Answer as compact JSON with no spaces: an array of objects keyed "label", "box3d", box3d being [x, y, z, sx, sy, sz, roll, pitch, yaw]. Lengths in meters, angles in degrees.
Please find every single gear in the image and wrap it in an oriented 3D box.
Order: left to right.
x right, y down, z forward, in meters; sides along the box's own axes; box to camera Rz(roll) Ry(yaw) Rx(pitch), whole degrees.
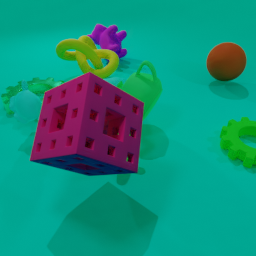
[{"label":"gear","box3d":[-2.664,-0.927,8.182,1.859,0.344,1.859,0,36,0]},{"label":"gear","box3d":[2.896,0.307,6.415,1.497,0.277,1.497,-1,39,1]}]

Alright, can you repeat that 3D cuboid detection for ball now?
[{"label":"ball","box3d":[3.077,-2.066,8.787,1.192,1.192,1.192,0,36,0]}]

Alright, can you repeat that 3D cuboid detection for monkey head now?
[{"label":"monkey head","box3d":[-2.295,-0.517,6.537,0.673,1.117,0.803,-25,4,12]}]

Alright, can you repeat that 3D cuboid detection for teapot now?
[{"label":"teapot","box3d":[0.154,-0.731,6.689,0.991,2.024,1.258,34,43,6]}]

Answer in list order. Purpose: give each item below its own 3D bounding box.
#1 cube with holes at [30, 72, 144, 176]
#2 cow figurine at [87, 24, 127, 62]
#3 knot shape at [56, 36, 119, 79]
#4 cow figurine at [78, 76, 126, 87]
[{"label":"cube with holes","box3d":[-0.621,0.043,4.491,1.192,1.192,1.192,-12,64,42]},{"label":"cow figurine","box3d":[-0.838,-3.240,10.750,1.707,1.735,0.952,-17,-20,41]},{"label":"knot shape","box3d":[-1.415,-2.400,9.203,1.896,0.936,2.026,10,28,-34]},{"label":"cow figurine","box3d":[-0.727,-1.021,7.499,1.382,0.759,1.360,-10,-2,20]}]
